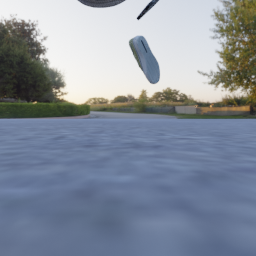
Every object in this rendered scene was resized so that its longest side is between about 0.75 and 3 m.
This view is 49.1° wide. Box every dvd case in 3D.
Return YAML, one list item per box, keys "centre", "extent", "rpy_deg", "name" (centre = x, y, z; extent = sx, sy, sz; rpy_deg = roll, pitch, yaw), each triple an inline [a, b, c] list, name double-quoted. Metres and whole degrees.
- centre: [0.857, -4.514, 10.276]
  extent: [0.962, 0.158, 1.280]
  rpy_deg: [-46, 12, -12]
  name: "dvd case"

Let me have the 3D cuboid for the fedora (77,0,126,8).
- centre: [-0.610, -2.856, 3.488]
  extent: [2.102, 2.377, 1.073]
  rpy_deg: [25, 23, 34]
  name: "fedora"

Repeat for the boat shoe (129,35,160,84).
- centre: [0.546, -2.164, 8.944]
  extent: [0.592, 1.646, 0.510]
  rpy_deg: [-36, 27, -25]
  name: "boat shoe"
